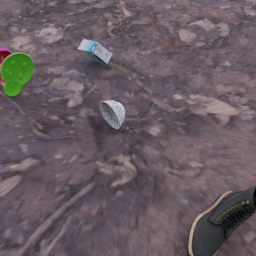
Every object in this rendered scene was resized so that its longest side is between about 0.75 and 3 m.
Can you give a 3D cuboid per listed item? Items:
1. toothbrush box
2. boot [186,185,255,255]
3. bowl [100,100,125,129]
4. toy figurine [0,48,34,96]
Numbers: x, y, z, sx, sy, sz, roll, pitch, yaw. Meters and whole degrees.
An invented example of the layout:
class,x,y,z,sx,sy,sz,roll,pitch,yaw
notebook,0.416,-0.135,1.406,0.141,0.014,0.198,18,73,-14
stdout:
class,x,y,z,sx,sy,sz,roll,pitch,yaw
toothbrush box,-1.094,-2.542,9.317,0.965,0.706,0.411,25,85,46
boot,1.801,1.621,4.987,0.655,1.171,1.692,42,56,4
bowl,-0.334,-0.420,7.336,0.393,0.837,0.837,-34,54,-24
toy figurine,-3.678,-1.830,8.473,1.250,1.358,1.019,34,22,31
